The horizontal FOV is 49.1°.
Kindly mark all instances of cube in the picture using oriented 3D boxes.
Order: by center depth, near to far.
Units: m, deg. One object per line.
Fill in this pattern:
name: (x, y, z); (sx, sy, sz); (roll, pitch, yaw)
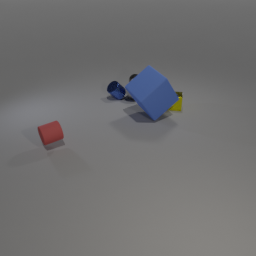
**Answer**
cube: (0.998, -1.467, 11.736); (1.400, 1.400, 1.400); (-41, 45, 1)
cube: (2.164, -1.258, 13.060); (0.700, 0.700, 0.700); (5, 29, 9)

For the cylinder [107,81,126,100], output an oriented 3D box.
cylinder: (-0.572, -1.874, 13.925); (0.700, 0.700, 0.700); (-19, 55, 29)

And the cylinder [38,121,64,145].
cylinder: (-2.727, 0.170, 9.878); (0.700, 0.700, 0.700); (-22, 35, -25)

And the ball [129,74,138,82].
ball: (0.398, -2.658, 15.597); (0.700, 0.700, 0.700); (0, 28, 0)

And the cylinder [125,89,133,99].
cylinder: (0.252, -1.841, 13.854); (0.700, 0.700, 0.700); (4, -2, 7)
